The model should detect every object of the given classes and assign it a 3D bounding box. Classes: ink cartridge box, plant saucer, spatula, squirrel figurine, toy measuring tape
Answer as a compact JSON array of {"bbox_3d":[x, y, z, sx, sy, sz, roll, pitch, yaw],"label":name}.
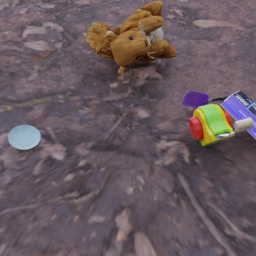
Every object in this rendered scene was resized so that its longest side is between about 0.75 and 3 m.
[{"bbox_3d":[2.968,-0.300,6.761,1.353,0.296,1.366,48,35,13],"label":"ink cartridge box"},{"bbox_3d":[-2.583,0.260,7.008,0.763,0.147,0.763,8,50,-10],"label":"plant saucer"},{"bbox_3d":[2.597,-0.799,8.026,2.089,0.590,0.215,-1,48,-10],"label":"spatula"},{"bbox_3d":[-0.052,-2.598,8.800,2.637,1.866,2.461,1,34,27],"label":"squirrel figurine"},{"bbox_3d":[1.895,-0.173,6.041,0.966,2.627,0.966,0,81,1],"label":"toy measuring tape"}]
